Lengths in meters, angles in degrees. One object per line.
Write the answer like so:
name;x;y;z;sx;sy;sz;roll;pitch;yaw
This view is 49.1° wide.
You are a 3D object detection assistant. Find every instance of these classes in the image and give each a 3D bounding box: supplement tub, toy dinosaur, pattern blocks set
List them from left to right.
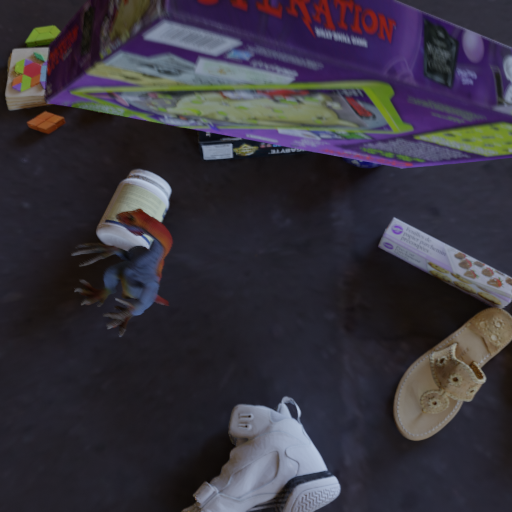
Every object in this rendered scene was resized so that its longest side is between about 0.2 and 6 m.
pattern blocks set;-3.603;-3.119;9.706;2.592;0.210;2.278;-17;67;-7
supplement tub;-1.779;-0.634;8.273;0.796;0.796;1.098;18;67;8
toy dinosaur;-1.088;0.067;5.069;0.809;1.399;1.541;51;30;4

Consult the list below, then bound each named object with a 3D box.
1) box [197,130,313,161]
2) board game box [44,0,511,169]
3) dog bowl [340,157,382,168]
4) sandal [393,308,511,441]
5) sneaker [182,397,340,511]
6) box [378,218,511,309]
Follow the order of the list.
box;-0.082;-2.771;9.361;1.882;0.545;2.367;-5;66;-2
board game box;0.848;-1.675;5.898;5.268;3.162;0.851;3;88;-33
dog bowl;1.793;-1.992;9.080;1.101;0.434;1.101;0;66;0
sandal;2.675;1.424;7.383;2.273;0.748;0.833;-41;72;-16
sneaker;-0.332;2.672;6.767;2.446;0.919;1.406;-16;66;-13
box;2.769;0.116;8.163;1.985;0.411;0.384;30;69;11
